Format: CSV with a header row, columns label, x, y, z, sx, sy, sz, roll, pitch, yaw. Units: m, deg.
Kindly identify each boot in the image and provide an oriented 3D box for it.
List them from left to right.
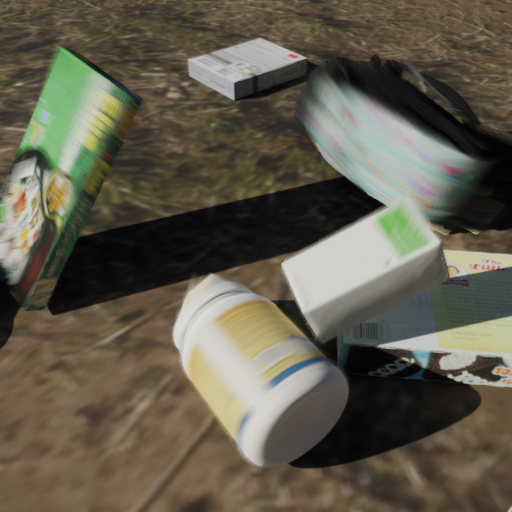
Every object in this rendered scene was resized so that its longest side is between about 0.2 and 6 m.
label,x,y,z,sx,sy,sz,roll,pitch,yaw
boot,4.821,-1.689,9.649,1.684,0.943,2.435,0,22,-9

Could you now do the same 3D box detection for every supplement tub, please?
label,x,y,z,sx,sy,sz,roll,pitch,yaw
supplement tub,-0.008,1.233,6.181,1.296,1.296,1.792,-24,46,-25

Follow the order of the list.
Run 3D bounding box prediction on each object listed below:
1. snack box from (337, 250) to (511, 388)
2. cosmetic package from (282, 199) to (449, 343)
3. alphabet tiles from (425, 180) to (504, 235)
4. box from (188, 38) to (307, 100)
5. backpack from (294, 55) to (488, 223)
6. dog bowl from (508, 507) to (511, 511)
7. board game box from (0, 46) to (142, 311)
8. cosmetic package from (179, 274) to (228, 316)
label,x,y,z,sx,sy,sz,roll,pitch,yaw
snack box,2.735,0.743,7.289,3.317,0.615,1.927,4,41,5
cosmetic package,1.189,0.173,6.197,1.578,0.669,0.849,-28,44,4
alphabet tiles,3.129,-1.047,9.886,2.136,0.068,1.777,30,50,31
box,-0.203,-4.626,13.718,2.324,0.478,1.812,-30,49,-29
backpack,2.221,-1.898,9.003,2.841,1.798,2.371,39,40,17
dog bowl,2.902,2.752,4.996,1.375,0.542,1.375,0,41,0
board game box,-2.773,-1.037,7.617,1.687,3.220,0.378,41,19,35
cosmetic package,-0.676,0.583,7.253,0.285,0.803,0.422,28,55,-17
